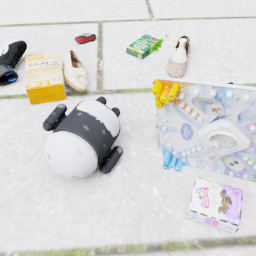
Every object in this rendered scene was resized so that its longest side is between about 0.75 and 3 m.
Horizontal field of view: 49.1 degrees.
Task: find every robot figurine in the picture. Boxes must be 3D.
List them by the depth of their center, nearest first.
[{"bbox_3d":[-1.174,0.235,7.720,1.859,1.544,2.475,12,47,23],"label":"robot figurine"}]

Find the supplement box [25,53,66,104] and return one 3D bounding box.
[{"bbox_3d":[-3.002,-1.849,10.181,1.276,0.745,2.025,-10,47,-10],"label":"supplement box"}]

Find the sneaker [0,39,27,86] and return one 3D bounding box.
[{"bbox_3d":[-4.453,-2.415,10.744,1.324,0.864,2.366,28,61,20],"label":"sneaker"}]

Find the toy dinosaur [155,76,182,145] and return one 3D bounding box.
[{"bbox_3d":[1.363,-0.456,8.397,1.035,1.375,2.026,35,97,11],"label":"toy dinosaur"}]

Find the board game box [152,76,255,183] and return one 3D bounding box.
[{"bbox_3d":[1.391,0.213,4.110,2.039,2.039,0.264,11,53,22],"label":"board game box"}]

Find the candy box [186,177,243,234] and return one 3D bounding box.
[{"bbox_3d":[2.133,1.877,6.899,1.201,0.429,1.007,14,48,13],"label":"candy box"}]

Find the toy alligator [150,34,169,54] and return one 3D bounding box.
[{"bbox_3d":[1.060,-2.895,9.547,0.263,0.887,0.241,35,32,-21],"label":"toy alligator"}]

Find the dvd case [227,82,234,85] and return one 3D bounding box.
[{"bbox_3d":[2.484,-0.275,8.314,2.214,1.580,0.194,-24,13,-21],"label":"dvd case"}]

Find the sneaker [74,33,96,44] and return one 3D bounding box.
[{"bbox_3d":[-1.952,-4.034,12.560,1.017,0.403,0.486,-17,38,-26],"label":"sneaker"}]

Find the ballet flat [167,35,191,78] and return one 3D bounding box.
[{"bbox_3d":[2.053,-2.959,11.190,0.822,0.812,2.414,10,48,9],"label":"ballet flat"}]

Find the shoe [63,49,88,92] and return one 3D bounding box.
[{"bbox_3d":[-1.963,-2.156,10.392,0.809,0.617,2.313,10,36,-34],"label":"shoe"}]

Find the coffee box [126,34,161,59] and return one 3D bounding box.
[{"bbox_3d":[0.683,-3.517,12.048,0.892,0.319,1.450,30,54,25],"label":"coffee box"}]
